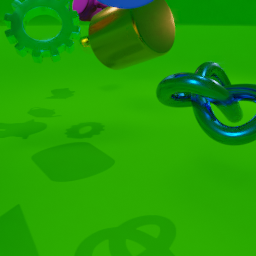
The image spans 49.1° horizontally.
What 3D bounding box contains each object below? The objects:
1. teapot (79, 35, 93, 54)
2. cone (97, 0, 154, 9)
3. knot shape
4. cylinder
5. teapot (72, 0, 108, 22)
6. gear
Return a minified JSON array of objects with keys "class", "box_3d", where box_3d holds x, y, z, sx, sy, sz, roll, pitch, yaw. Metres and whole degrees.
[{"class":"teapot","box_3d":[-1.458,-3.086,10.303,0.539,0.685,1.101,-30,30,22]},{"class":"cone","box_3d":[-0.046,-2.060,3.362,1.217,1.217,1.221,-1,20,-1]},{"class":"knot shape","box_3d":[0.954,-0.367,3.335,1.255,0.620,1.341,10,29,-9]},{"class":"cylinder","box_3d":[0.071,-1.888,5.514,1.246,1.246,1.246,-6,12,45]},{"class":"teapot","box_3d":[-1.118,-3.578,8.275,1.500,0.933,0.734,15,5,40]},{"class":"gear","box_3d":[-2.121,-2.531,7.033,1.807,1.807,0.334,-3,-13,-8]}]
